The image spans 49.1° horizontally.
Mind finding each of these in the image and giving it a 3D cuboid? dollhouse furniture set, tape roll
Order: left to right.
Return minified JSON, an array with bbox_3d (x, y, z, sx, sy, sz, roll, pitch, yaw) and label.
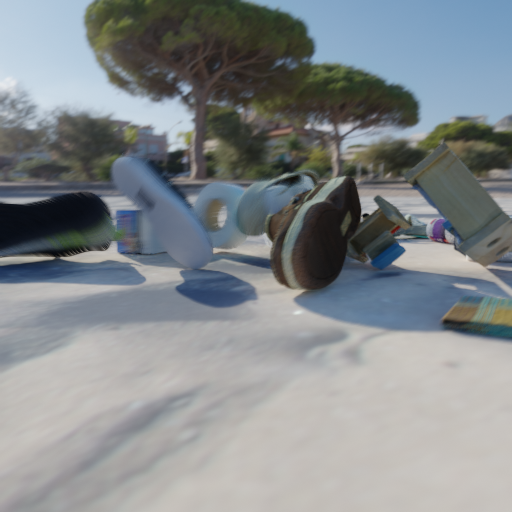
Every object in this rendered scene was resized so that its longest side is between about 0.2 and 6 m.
[{"bbox_3d":[-0.720,-0.832,11.876,1.413,1.413,0.494,7,0,42],"label":"tape roll"},{"bbox_3d":[2.967,-0.326,9.688,2.398,1.690,1.680,-41,-29,20],"label":"dollhouse furniture set"}]

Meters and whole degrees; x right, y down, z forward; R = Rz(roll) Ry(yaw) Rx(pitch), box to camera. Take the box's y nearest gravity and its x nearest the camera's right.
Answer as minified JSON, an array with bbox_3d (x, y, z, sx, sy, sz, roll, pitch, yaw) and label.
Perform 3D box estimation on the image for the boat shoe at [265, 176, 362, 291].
[{"bbox_3d":[0.728,-0.314,8.715,1.231,1.229,3.328,-7,16,25],"label":"boat shoe"}]

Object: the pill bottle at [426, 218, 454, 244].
[{"bbox_3d":[4.687,-0.594,13.556,0.599,0.599,1.074,-3,8,-21],"label":"pill bottle"}]

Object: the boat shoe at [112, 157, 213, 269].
[{"bbox_3d":[-1.546,-0.883,10.033,2.639,0.906,0.747,48,40,17],"label":"boat shoe"}]

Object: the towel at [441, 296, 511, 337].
[{"bbox_3d":[2.997,0.678,5.856,1.829,0.198,1.341,3,8,30],"label":"towel"}]

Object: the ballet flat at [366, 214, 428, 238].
[{"bbox_3d":[3.828,-0.782,14.654,2.116,0.674,0.713,-1,8,-9],"label":"ballet flat"}]

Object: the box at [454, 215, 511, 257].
[{"bbox_3d":[4.966,-0.411,11.446,1.540,0.802,1.403,1,9,8],"label":"box"}]

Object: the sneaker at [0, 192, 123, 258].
[{"bbox_3d":[-4.204,-0.277,10.608,3.261,1.169,1.350,-5,-32,-3],"label":"sneaker"}]

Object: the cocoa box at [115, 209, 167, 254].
[{"bbox_3d":[-2.241,-0.571,12.110,0.922,0.937,1.405,3,8,26],"label":"cocoa box"}]

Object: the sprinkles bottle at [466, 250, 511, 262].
[{"bbox_3d":[4.663,-0.101,10.499,1.341,0.458,0.458,3,8,17],"label":"sprinkles bottle"}]

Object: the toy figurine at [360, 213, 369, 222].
[{"bbox_3d":[2.866,-0.842,15.278,0.895,0.623,0.881,-2,8,-14],"label":"toy figurine"}]

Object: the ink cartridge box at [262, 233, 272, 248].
[{"bbox_3d":[0.942,-0.609,11.687,1.413,0.664,3.005,-24,10,-3],"label":"ink cartridge box"}]

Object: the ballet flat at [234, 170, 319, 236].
[{"bbox_3d":[0.487,-1.185,10.947,0.847,0.916,2.716,-19,14,33],"label":"ballet flat"}]
